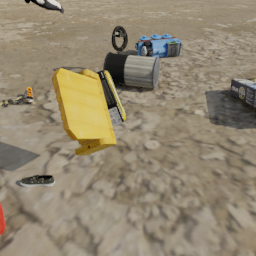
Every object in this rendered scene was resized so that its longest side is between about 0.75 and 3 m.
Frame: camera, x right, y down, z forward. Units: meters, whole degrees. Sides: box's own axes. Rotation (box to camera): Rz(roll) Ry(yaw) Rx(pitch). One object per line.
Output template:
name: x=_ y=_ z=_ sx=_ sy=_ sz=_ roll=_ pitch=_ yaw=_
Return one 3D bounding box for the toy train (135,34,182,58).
toy train: x=1.561 y=-4.222 z=14.522 sx=2.352 sy=1.020 sz=1.344 roll=-10 pitch=40 yaw=-15

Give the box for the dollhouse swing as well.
dollhouse swing: x=-0.794 y=-0.183 z=3.933 sx=0.993 sy=1.092 sz=0.960 roll=-23 pitch=-12 yaw=41

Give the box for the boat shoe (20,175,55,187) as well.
boat shoe: x=-2.132 y=1.213 z=6.581 sx=0.835 sy=0.236 sz=0.286 roll=0 pitch=32 yaw=0

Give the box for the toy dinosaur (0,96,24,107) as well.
toy dinosaur: x=-4.087 y=-0.942 z=9.991 sx=1.186 sy=0.281 sz=0.523 roll=-24 pitch=33 yaw=-38

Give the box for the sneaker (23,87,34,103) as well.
sneaker: x=-3.616 y=-1.200 z=10.226 sx=0.353 sy=0.348 sz=0.901 roll=10 pitch=24 yaw=-34

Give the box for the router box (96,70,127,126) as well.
router box: x=-0.364 y=-0.617 z=5.667 sx=0.280 sy=1.071 sz=0.842 roll=-21 pitch=8 yaw=8

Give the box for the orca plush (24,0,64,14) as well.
orca plush: x=-2.780 y=-3.966 z=8.337 sx=0.642 sy=0.950 sz=1.806 roll=-18 pitch=-13 yaw=29

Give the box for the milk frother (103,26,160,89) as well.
milk frother: x=0.258 y=-2.834 z=11.216 sx=2.044 sy=2.173 sz=1.961 roll=9 pitch=29 yaw=13

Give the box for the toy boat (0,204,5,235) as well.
toy boat: x=-2.882 y=2.047 z=4.258 sx=2.362 sy=1.306 sz=2.810 roll=6 pitch=33 yaw=10

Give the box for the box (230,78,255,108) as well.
box: x=5.165 y=-1.134 z=9.469 sx=2.289 sy=0.697 sz=2.840 roll=-6 pitch=22 yaw=-4
